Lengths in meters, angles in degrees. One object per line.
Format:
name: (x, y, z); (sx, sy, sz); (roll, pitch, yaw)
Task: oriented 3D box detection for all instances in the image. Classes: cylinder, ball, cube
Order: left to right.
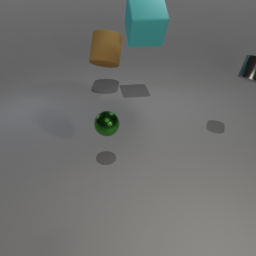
cylinder: (-1.014, -3.625, 12.930); (1.400, 1.400, 1.400); (7, 1, 0)
ball: (-0.579, -0.118, 7.703); (0.700, 0.700, 0.700); (0, 31, 0)
cube: (0.680, -4.174, 10.950); (1.400, 1.400, 1.400); (-4, 63, -8)
cylinder: (3.830, -1.788, 8.556); (0.700, 0.700, 0.700); (19, 13, -5)
